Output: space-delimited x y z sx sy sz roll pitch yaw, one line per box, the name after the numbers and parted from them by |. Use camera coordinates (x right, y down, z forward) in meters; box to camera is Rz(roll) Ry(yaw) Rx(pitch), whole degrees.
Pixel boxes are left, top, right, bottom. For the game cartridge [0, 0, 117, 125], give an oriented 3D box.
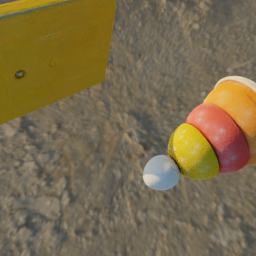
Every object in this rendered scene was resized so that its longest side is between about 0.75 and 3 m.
-1.672 -1.494 5.880 2.991 2.636 0.485 -29 66 -28 | game cartridge

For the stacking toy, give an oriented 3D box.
1.250 0.293 4.779 2.322 1.696 1.696 -27 79 -11 | stacking toy
